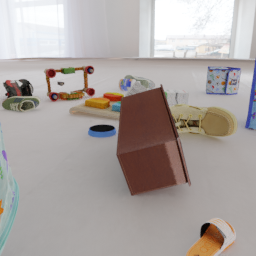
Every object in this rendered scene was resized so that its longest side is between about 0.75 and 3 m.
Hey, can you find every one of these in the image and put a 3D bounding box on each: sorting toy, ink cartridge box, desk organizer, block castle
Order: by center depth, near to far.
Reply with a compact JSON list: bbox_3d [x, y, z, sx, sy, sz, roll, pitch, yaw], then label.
[{"bbox_3d":[0.441,0.086,5.740,1.044,0.972,2.710,-15,25,8],"label":"desk organizer"},{"bbox_3d":[-0.348,-0.930,10.686,2.922,0.533,2.704,6,18,21],"label":"sorting toy"},{"bbox_3d":[1.946,-1.344,12.051,1.201,0.505,0.877,0,17,1],"label":"ink cartridge box"},{"bbox_3d":[-2.593,-2.034,12.664,2.205,1.473,1.034,-12,22,-30],"label":"block castle"}]

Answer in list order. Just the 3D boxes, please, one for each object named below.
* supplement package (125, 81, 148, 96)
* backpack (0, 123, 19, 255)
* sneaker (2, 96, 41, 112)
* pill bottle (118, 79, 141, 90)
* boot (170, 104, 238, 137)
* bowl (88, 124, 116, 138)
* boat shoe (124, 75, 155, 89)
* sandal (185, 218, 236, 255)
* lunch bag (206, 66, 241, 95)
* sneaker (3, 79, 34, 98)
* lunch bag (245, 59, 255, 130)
[{"bbox_3d":[0.337,-0.872,7.619,0.706,0.503,0.907,37,8,-5],"label":"supplement package"},{"bbox_3d":[-2.485,0.788,2.320,2.913,2.193,2.586,-9,24,-3],"label":"backpack"},{"bbox_3d":[-4.090,-0.881,10.594,1.450,0.486,0.651,-7,29,-3],"label":"sneaker"},{"bbox_3d":[0.095,-2.307,14.960,1.094,0.613,0.613,6,18,20],"label":"pill bottle"},{"bbox_3d":[1.480,-0.130,7.575,1.837,0.860,2.363,-12,21,-33],"label":"boot"},{"bbox_3d":[-0.747,0.071,8.111,0.819,0.161,0.819,0,17,0],"label":"bowl"},{"bbox_3d":[0.632,-2.479,15.567,0.739,0.724,2.075,-1,17,-44],"label":"boat shoe"},{"bbox_3d":[1.100,1.402,3.614,0.395,0.296,1.031,14,22,38],"label":"sandal"},{"bbox_3d":[4.724,-2.353,13.902,1.564,1.330,0.969,5,23,10],"label":"lunch bag"},{"bbox_3d":[-4.819,-1.681,12.423,1.265,0.915,2.589,-9,18,-22],"label":"sneaker"},{"bbox_3d":[4.796,-1.364,7.983,2.228,2.959,1.392,11,20,31],"label":"lunch bag"}]
